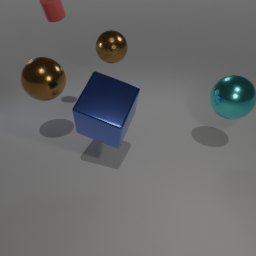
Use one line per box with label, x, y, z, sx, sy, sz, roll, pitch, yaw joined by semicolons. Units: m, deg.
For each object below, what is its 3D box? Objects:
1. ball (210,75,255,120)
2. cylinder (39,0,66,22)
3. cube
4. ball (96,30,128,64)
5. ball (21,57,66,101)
ball;3.331;-0.970;8.905;1.400;1.400;1.400;0;29;0
cylinder;-2.606;-4.165;9.722;0.700;0.700;0.700;-6;50;7
cube;-0.606;-0.483;8.001;1.400;1.400;1.400;21;64;5
ball;-0.714;-3.528;12.237;1.400;1.400;1.400;0;29;0
ball;-2.718;-1.574;9.044;1.400;1.400;1.400;0;29;0
